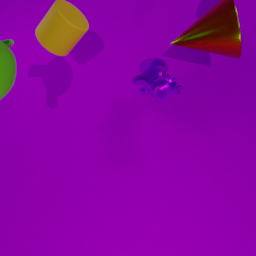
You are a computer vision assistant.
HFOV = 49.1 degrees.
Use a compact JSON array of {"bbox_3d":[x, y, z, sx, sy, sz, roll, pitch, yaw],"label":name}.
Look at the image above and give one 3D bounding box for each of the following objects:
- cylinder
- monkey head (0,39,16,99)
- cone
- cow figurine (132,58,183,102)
[{"bbox_3d":[-1.461,-2.206,6.222,0.861,0.861,0.861,-38,69,31],"label":"cylinder"},{"bbox_3d":[-2.575,-0.971,4.563,1.351,1.131,1.877,0,63,12],"label":"monkey head"},{"bbox_3d":[1.680,-2.113,6.410,1.429,1.424,1.424,-12,70,14],"label":"cone"},{"bbox_3d":[0.739,-1.191,6.603,1.294,0.722,1.315,-7,48,40],"label":"cow figurine"}]
